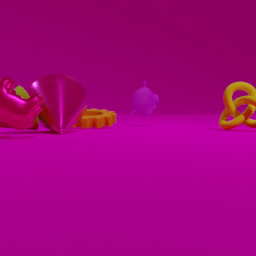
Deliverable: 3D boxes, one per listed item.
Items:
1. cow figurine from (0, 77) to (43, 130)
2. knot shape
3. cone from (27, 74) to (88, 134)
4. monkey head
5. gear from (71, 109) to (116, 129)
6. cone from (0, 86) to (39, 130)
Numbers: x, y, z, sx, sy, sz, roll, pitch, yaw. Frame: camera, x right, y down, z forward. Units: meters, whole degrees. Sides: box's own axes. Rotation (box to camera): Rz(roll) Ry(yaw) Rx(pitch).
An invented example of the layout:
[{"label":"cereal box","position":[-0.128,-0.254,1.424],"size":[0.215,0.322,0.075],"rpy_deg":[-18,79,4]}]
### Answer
[{"label":"cow figurine","position":[-2.164,-0.243,4.601],"size":[1.233,1.213,0.677],"rpy_deg":[29,-29,-2]},{"label":"knot shape","position":[2.853,-0.437,6.813],"size":[0.581,1.258,1.177],"rpy_deg":[9,16,-48]},{"label":"cone","position":[-1.511,-0.243,6.152],"size":[1.462,1.462,1.468],"rpy_deg":[-1,30,-17]},{"label":"monkey head","position":[0.511,-0.858,9.793],"size":[0.907,1.504,1.082],"rpy_deg":[27,-26,-7]},{"label":"gear","position":[-1.151,-0.303,8.405],"size":[1.563,0.289,1.563],"rpy_deg":[1,14,0]},{"label":"cone","position":[-2.598,-0.240,5.896],"size":[1.031,1.027,1.027],"rpy_deg":[-26,17,-31]}]
